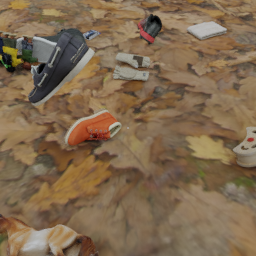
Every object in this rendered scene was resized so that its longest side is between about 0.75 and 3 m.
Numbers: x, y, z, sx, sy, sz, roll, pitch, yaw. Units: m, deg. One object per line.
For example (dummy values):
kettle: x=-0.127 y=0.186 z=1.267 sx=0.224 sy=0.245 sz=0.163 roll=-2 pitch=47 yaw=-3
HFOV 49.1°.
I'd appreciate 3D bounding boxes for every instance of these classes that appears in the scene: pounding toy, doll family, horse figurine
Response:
pounding toy: x=3.559 y=0.771 z=7.865 sx=0.955 sy=0.958 sz=1.670 roll=-11 pitch=28 yaw=29
doll family: x=-4.941 y=-2.959 z=11.040 sx=2.738 sy=1.583 sz=1.074 roll=15 pitch=21 yaw=17
horse figurine: x=-1.804 y=2.513 z=5.727 sx=2.708 sy=0.676 sz=1.794 roll=-4 pitch=19 yaw=7

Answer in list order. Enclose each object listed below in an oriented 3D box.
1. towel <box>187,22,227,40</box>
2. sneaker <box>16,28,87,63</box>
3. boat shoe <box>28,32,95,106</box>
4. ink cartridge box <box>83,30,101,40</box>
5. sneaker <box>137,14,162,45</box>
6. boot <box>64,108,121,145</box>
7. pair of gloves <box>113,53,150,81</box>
towel: x=3.833 y=-4.741 z=13.559 sx=1.674 sy=0.289 sz=1.109 roll=-21 pitch=48 yaw=-20
sneaker: x=-3.170 y=-3.583 z=11.918 sx=2.986 sy=1.056 sz=1.481 roll=0 pitch=42 yaw=-8
boat shoe: x=-1.303 y=-0.964 z=4.749 sx=1.842 sy=0.578 sz=0.669 roll=-26 pitch=32 yaw=43
ink cartridge box: x=-1.734 y=-4.492 z=13.393 sx=0.444 sy=0.175 sz=0.894 roll=24 pitch=48 yaw=24
sneaker: x=0.659 y=-2.982 z=8.183 sx=0.520 sy=0.719 sz=1.471 roll=30 pitch=28 yaw=-20
boot: x=-1.030 y=0.096 z=8.415 sx=1.774 sy=0.666 sz=0.951 roll=-34 pitch=59 yaw=-31
pair of gloves: x=0.165 y=-2.430 z=11.216 sx=1.416 sy=0.292 sz=1.666 roll=6 pitch=47 yaw=1
